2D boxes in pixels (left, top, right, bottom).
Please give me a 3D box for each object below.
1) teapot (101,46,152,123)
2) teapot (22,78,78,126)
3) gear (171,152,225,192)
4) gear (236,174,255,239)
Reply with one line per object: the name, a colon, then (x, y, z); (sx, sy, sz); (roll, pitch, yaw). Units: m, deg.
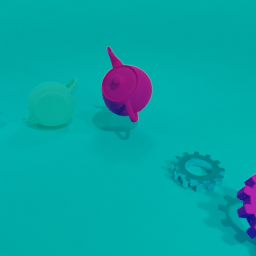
teapot: (-0.115, -1.034, 6.822); (1.287, 1.013, 2.069); (-23, 67, 13)
teapot: (-2.054, -0.651, 7.329); (1.938, 1.205, 0.949); (-37, 37, 7)
gear: (1.439, 0.877, 5.793); (1.053, 0.195, 1.053); (1, 31, -1)
gear: (2.394, 1.336, 4.459); (1.297, 0.240, 1.297); (7, 55, -10)
